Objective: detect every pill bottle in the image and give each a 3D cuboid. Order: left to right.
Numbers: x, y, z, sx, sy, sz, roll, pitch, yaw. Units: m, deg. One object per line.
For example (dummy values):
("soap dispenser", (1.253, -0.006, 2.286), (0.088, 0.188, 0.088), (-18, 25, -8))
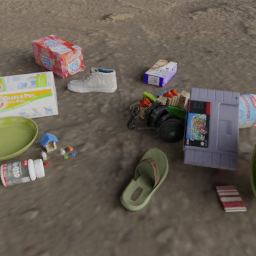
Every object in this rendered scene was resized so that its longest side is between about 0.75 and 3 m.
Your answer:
("pill bottle", (-3.210, 1.331, 8.570), (1.164, 0.663, 0.663), (-11, 39, -13))
("pill bottle", (4.197, -0.614, 10.575), (2.322, 1.263, 1.263), (-7, 38, -8))

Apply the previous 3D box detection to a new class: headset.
("headset", (1.321, -0.389, 10.186), (2.997, 1.408, 1.851), (-9, 37, -29))

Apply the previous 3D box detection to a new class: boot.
("boot", (-1.672, -2.274, 12.850), (2.303, 1.101, 0.847), (1, 38, 1))

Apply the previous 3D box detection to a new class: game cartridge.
("game cartridge", (2.799, -0.031, 9.393), (1.750, 0.518, 2.700), (8, 71, 2))

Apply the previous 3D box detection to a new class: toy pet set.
("toy pet set", (-2.501, 0.622, 9.572), (1.062, 0.564, 0.992), (-21, 43, -25))

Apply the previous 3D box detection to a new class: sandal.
("sandal", (0.582, 1.428, 8.422), (0.970, 0.697, 2.443), (15, 40, 18))

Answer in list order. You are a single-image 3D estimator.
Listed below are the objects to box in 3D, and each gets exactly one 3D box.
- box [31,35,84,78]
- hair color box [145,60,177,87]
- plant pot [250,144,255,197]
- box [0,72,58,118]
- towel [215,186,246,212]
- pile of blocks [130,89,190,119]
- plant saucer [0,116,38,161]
("box", (-3.670, -3.779, 14.619), (1.353, 1.296, 2.714), (-31, 48, -34))
("hair color box", (1.651, -2.743, 13.896), (0.986, 0.584, 1.803), (17, 39, 22))
("plant pot", (5.237, 1.143, 7.664), (2.552, 2.687, 2.687), (15, 38, -3))
("box", (-4.276, -1.272, 11.371), (2.605, 1.320, 1.465), (-9, 38, -11))
("towel", (2.974, 2.044, 8.133), (0.624, 0.099, 0.867), (-1, 40, -5))
("pile of blocks", (1.385, -1.279, 11.552), (2.666, 0.828, 1.094), (-16, 54, -18))
("plant saucer", (-4.390, 0.408, 9.949), (2.400, 0.373, 2.400), (-2, 38, 1))
